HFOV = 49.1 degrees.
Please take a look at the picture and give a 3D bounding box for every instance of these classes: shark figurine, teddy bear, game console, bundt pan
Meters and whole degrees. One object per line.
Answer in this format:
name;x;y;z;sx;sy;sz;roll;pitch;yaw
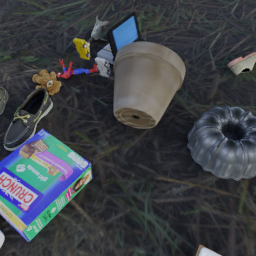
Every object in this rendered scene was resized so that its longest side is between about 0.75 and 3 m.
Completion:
shark figurine;-1.511;-5.051;15.019;0.936;1.340;2.243;21;30;-15
teddy bear;-3.664;-2.115;12.523;1.131;0.521;1.560;-22;53;-15
game console;0.327;-4.001;13.261;2.060;1.363;2.342;37;57;7
bundt pan;3.691;0.308;10.074;2.977;1.117;2.977;0;49;0

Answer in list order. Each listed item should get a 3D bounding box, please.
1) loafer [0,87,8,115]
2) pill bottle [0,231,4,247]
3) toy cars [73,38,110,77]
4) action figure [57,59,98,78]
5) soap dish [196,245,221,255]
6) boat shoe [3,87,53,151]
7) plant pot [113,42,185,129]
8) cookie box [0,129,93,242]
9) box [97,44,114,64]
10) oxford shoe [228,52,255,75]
loafer;-5.410;-1.226;11.746;0.575;0.532;1.529;-9;50;-7
pill bottle;-4.665;2.620;7.890;2.419;1.446;1.446;35;58;25
toy cars;-1.326;-2.803;10.932;0.901;2.010;0.445;-9;48;54
action figure;-2.416;-2.824;12.873;1.856;0.919;0.606;-18;21;-12
soap dish;2.149;3.999;7.265;1.141;0.589;1.450;22;53;18
boat shoe;-3.937;-0.431;10.850;1.020;0.861;2.861;14;51;12
plant pot;0.594;-1.406;10.765;2.842;2.842;2.466;11;67;9
cookie box;-2.913;1.685;8.924;2.358;1.036;2.757;31;57;22
box;-0.562;-3.850;14.121;1.259;0.332;1.614;27;54;21
oxford shoe;5.661;-3.014;13.307;2.085;0.738;0.769;-22;80;-20
